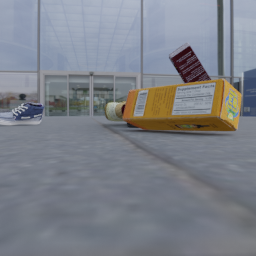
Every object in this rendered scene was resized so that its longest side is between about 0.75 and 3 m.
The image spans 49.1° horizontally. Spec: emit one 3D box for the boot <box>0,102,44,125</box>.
[{"bbox_3d":[-3.712,-0.547,9.589,1.633,0.738,0.594,-3,37,-43],"label":"boot"}]

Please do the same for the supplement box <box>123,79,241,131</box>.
[{"bbox_3d":[1.072,-0.427,6.107,2.512,0.864,0.836,4,-15,45],"label":"supplement box"}]

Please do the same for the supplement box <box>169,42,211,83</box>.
[{"bbox_3d":[2.402,-1.636,9.753,0.778,2.555,1.390,-33,4,13],"label":"supplement box"}]

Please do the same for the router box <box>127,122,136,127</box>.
[{"bbox_3d":[1.137,-0.427,8.965,2.390,0.742,1.791,0,3,1],"label":"router box"}]

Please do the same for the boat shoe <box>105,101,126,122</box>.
[{"bbox_3d":[0.251,-0.603,10.759,0.833,0.928,2.509,-1,5,42],"label":"boat shoe"}]
